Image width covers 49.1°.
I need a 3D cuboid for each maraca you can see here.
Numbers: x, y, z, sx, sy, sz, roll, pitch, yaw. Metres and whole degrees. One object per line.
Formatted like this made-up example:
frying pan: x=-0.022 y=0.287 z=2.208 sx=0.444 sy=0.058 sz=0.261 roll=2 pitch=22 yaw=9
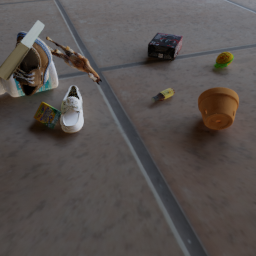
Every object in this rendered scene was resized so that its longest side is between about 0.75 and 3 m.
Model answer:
maraca: x=3.836 y=-2.697 z=11.235 sx=0.681 sy=0.531 sz=0.994 roll=9 pitch=50 yaw=41

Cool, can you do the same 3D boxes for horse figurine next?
horse figurine: x=-1.598 y=-1.937 z=7.781 sx=1.957 sy=1.297 sz=0.488 roll=32 pitch=91 yaw=44

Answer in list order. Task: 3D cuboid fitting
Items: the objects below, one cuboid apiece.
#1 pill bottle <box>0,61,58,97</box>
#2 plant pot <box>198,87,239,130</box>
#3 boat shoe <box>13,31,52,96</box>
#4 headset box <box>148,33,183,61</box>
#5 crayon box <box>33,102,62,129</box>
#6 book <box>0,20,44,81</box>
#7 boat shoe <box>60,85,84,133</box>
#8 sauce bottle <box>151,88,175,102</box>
pill bottle: x=-3.484 y=-1.698 z=9.542 sx=1.981 sy=1.098 sz=1.098 roll=-18 pitch=42 yaw=-19
plant pot: x=2.625 y=-0.494 z=8.143 sx=1.168 sy=1.168 sz=0.818 roll=6 pitch=56 yaw=7
boat shoe: x=-2.235 y=-1.344 z=6.481 sx=0.757 sy=2.095 sz=0.758 roll=22 pitch=69 yaw=-3
headset box: x=1.661 y=-3.628 z=12.279 sx=1.192 sy=0.602 sz=1.604 roll=14 pitch=41 yaw=17
crayon box: x=-2.461 y=-0.413 z=8.413 sx=0.889 sy=0.229 sz=0.559 roll=27 pitch=88 yaw=30
book: x=-1.962 y=-1.417 z=5.114 sx=0.258 sy=1.072 sz=0.716 roll=36 pitch=47 yaw=-25
boat shoe: x=-1.746 y=-0.643 z=8.564 sx=0.697 sy=0.682 sz=1.968 roll=-5 pitch=40 yaw=-7
sauce bottle: x=1.182 y=-1.097 z=9.443 sx=0.891 sy=0.294 sz=0.294 roll=-27 pitch=47 yaw=-29
